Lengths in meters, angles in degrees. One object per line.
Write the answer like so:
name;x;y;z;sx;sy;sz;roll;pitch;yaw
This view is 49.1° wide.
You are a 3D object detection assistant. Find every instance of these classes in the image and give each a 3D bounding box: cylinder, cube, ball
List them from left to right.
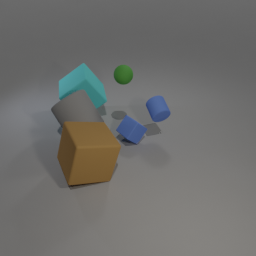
cylinder;-1.808;-0.442;10.093;1.400;1.400;1.400;-32;4;2
cube;-1.907;-1.545;11.740;1.400;1.400;1.400;-33;39;13
cube;-1.258;0.743;8.703;1.400;1.400;1.400;0;32;-30
ball;-0.164;-1.898;9.986;0.700;0.700;0.700;0;33;0
cube;0.137;0.064;10.387;0.700;0.700;0.700;37;5;39
cylinder;1.080;-0.686;10.069;0.700;0.700;0.700;-11;60;-17
